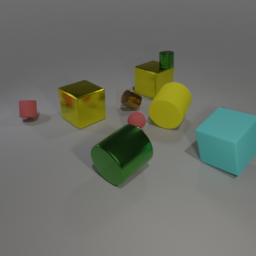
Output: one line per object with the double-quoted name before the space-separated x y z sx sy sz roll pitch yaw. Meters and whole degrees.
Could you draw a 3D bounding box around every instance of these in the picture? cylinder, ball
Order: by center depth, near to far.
"cylinder" -0.180 0.798 8.627 1.400 1.400 1.400 26 47 36
"ball" 0.328 -0.268 10.649 0.700 0.700 0.700 0 32 0
"cylinder" 1.729 -0.921 11.377 1.400 1.400 1.400 14 43 21
"cylinder" -4.200 -0.801 11.774 0.700 0.700 0.700 -3 1 0
"cylinder" 0.147 -1.260 12.500 0.700 0.700 0.700 19 21 -31
"cylinder" 1.827 -3.233 13.266 0.700 0.700 0.700 -3 28 2

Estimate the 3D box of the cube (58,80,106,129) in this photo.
"cube" -1.906 -1.024 11.731 1.400 1.400 1.400 -26 40 -36

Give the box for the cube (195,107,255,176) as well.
"cube" 3.222 0.386 9.000 1.400 1.400 1.400 -39 38 -27

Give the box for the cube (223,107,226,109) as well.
"cube" 3.878 -0.280 10.858 0.700 0.700 0.700 33 7 32

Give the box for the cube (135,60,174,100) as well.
"cube" 1.298 -2.421 14.018 1.400 1.400 1.400 27 41 37
